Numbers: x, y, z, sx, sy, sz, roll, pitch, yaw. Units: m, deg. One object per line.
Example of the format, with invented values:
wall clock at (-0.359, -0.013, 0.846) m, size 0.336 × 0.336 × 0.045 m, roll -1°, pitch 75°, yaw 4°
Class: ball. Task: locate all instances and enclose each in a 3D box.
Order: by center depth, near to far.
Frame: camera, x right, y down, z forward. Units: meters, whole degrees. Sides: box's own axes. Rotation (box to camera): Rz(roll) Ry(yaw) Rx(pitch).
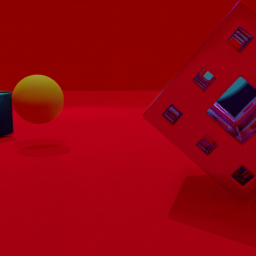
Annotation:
ball at (-1.688, -0.532, 5.288) m, size 0.922 × 0.922 × 0.922 m, roll 0°, pitch 8°, yaw 0°

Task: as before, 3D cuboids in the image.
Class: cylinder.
cylinder at (2.317, -0.656, 5.729) m, size 1.263 × 1.263 × 1.263 m, roll 39°, pitch -11°, yaw -27°

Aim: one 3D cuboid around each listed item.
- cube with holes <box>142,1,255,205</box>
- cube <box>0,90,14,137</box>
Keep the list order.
cube with holes at (1.160, -0.287, 2.981) m, size 1.262 × 1.262 × 1.262 m, roll 42°, pitch 22°, yaw 4°
cube at (-3.252, -0.322, 6.151) m, size 0.978 × 0.978 × 0.978 m, roll 9°, pitch 14°, yaw 27°
